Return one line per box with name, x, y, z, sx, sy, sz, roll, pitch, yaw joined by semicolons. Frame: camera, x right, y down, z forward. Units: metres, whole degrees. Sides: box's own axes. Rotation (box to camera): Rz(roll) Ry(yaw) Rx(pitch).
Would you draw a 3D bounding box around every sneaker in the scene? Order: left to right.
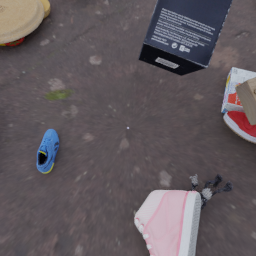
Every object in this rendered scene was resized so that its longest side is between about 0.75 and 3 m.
sneaker;-1.882;0.467;6.551;0.382;0.455;1.160;1;58;3
sneaker;0.645;2.254;5.328;1.178;0.848;2.254;4;69;25
sneaker;3.399;-0.125;6.328;2.211;1.243;0.788;29;41;16

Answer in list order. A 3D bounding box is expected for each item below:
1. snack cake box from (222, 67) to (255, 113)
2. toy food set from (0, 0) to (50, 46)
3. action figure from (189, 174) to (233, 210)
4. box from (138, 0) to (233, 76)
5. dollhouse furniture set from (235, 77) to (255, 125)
snack cake box;2.976;-0.933;7.386;0.736;0.430;1.280;16;61;7
toy food set;-3.898;-3.493;8.789;2.589;0.636;2.616;6;59;3
action figure;1.544;1.340;5.912;1.209;0.617;0.719;-22;38;-15
box;1.094;-2.215;5.422;1.159;2.227;2.028;21;96;-3
dollhouse furniture set;4.223;-0.228;5.269;2.632;2.255;2.767;-18;82;-17
